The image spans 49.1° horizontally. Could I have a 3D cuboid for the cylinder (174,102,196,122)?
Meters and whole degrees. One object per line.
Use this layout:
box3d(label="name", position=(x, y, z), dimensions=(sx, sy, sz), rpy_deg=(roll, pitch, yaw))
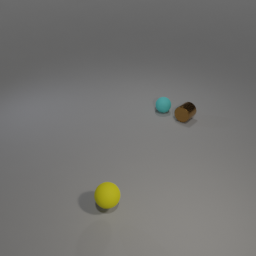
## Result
box3d(label="cylinder", position=(2.451, -0.684, 11.952), dimensions=(0.700, 0.700, 0.700), rpy_deg=(24, 37, 32))

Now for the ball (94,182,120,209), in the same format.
box3d(label="ball", position=(-0.553, 1.802, 7.508), dimensions=(0.700, 0.700, 0.700), rpy_deg=(0, 33, 0))

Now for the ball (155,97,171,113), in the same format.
box3d(label="ball", position=(1.581, -1.040, 12.530), dimensions=(0.700, 0.700, 0.700), rpy_deg=(0, 33, 0))
